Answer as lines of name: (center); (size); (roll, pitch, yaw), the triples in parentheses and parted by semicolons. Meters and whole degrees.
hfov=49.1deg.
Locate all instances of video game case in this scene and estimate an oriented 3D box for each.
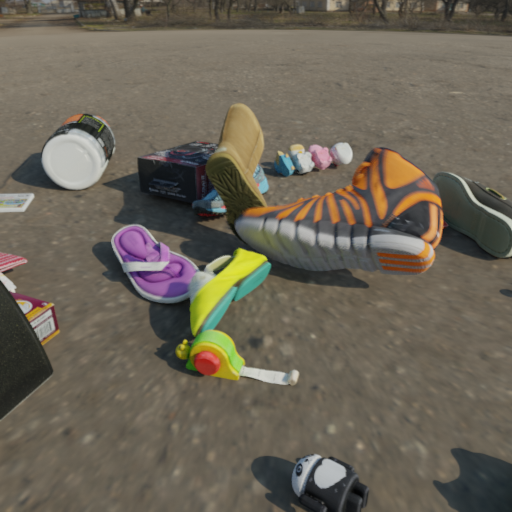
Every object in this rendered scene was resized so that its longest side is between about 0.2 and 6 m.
video game case: (-5.834, -1.238, 13.121); (0.996, 0.114, 0.906); (-1, 28, -5)

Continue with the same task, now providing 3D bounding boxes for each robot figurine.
robot figurine: (0.760, 2.395, 5.833); (0.795, 0.496, 0.597); (17, -9, 30)

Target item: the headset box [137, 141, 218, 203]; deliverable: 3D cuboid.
headset box: (-1.527, -2.051, 13.567); (1.827, 0.922, 2.458); (14, 27, 30)

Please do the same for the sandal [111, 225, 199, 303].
sandal: (-1.918, 0.056, 9.810); (1.011, 0.610, 2.484); (-42, 47, -19)

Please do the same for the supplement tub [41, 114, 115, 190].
supplement tub: (-4.532, -2.804, 14.583); (1.510, 1.510, 2.465); (-1, 28, -2)

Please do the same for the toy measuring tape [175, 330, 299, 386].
toy measuring tape: (-0.286, 1.371, 7.653); (1.740, 0.640, 0.640); (7, 29, 13)

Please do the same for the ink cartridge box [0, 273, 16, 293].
ink cartridge box: (-4.459, 0.583, 9.438); (0.572, 0.329, 0.977); (-24, 35, -36)

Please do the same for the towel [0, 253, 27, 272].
towel: (-5.037, 0.183, 10.013); (1.617, 0.182, 1.169); (8, 23, 36)

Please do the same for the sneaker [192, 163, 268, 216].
sneaker: (-0.699, -1.634, 12.639); (0.927, 1.117, 2.338); (0, 24, 37)

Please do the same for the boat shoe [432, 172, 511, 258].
boat shoe: (4.678, -0.906, 11.610); (0.873, 1.033, 2.899); (-5, 35, -16)

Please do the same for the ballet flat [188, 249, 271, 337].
ballet flat: (-0.592, 0.495, 8.990); (0.818, 0.816, 2.441); (33, 32, 11)

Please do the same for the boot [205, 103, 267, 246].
boot: (-0.144, -1.709, 11.392); (0.820, 2.172, 2.481); (-13, 31, 17)

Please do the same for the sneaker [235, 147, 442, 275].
sneaker: (1.477, -0.833, 9.905); (3.561, 1.381, 1.995); (8, 65, 22)

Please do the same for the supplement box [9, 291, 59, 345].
supplement box: (-3.737, 0.968, 8.477); (1.275, 0.546, 0.703); (12, 30, 22)

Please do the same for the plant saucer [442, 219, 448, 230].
plant saucer: (3.289, -0.808, 12.162); (1.312, 0.241, 1.309); (-2, 28, -4)

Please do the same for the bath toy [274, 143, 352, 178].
bath toy: (1.568, -2.635, 15.158); (2.083, 0.770, 0.906); (-12, 75, -18)

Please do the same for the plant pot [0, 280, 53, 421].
plant pot: (-4.166, 1.054, 6.918); (2.123, 1.883, 2.117); (10, 29, 21)
